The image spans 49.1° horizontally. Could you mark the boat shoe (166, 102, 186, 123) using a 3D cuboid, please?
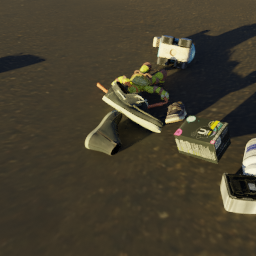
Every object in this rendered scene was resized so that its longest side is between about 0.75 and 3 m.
[{"bbox_3d":[1.349,-0.469,7.916,0.532,0.479,1.478,-9,8,22],"label":"boat shoe"}]

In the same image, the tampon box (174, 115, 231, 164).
[{"bbox_3d":[1.909,0.265,7.165,1.110,0.700,0.832,15,49,41],"label":"tampon box"}]

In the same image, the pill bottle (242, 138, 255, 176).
[{"bbox_3d":[3.154,0.828,6.763,0.702,0.702,1.212,16,39,21],"label":"pill bottle"}]

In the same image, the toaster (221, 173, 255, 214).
[{"bbox_3d":[2.479,1.429,6.074,0.755,0.496,0.835,3,35,4],"label":"toaster"}]

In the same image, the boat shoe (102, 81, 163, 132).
[{"bbox_3d":[0.183,-0.697,8.590,0.860,0.914,2.545,-54,48,2],"label":"boat shoe"}]

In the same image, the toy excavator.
[{"bbox_3d":[2.040,-3.727,13.124,2.421,1.244,2.490,17,26,20],"label":"toy excavator"}]

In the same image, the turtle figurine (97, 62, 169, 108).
[{"bbox_3d":[0.423,-1.739,10.294,2.726,0.878,2.198,15,37,22],"label":"turtle figurine"}]

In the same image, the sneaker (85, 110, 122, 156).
[{"bbox_3d":[-0.400,0.161,7.916,0.860,0.606,1.620,22,49,20],"label":"sneaker"}]
